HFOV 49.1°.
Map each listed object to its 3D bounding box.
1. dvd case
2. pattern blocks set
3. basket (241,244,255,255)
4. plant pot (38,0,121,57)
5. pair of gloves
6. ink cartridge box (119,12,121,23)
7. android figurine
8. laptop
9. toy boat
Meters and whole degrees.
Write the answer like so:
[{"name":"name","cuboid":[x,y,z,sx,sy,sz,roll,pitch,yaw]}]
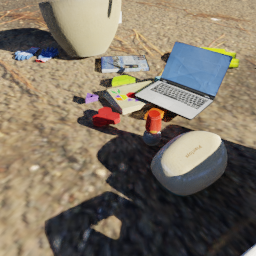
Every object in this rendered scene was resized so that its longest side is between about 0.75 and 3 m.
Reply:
[{"name":"dvd case","cuboid":[-0.135,-2.425,10.518,1.756,0.154,1.252,-3,36,-4]},{"name":"pattern blocks set","cuboid":[0.223,-0.935,8.409,2.979,0.241,2.618,-10,37,-13]},{"name":"basket","cuboid":[2.240,2.366,2.967,1.530,1.392,2.257,-21,42,-26]},{"name":"plant pot","cuboid":[-1.676,-3.845,10.667,3.004,2.017,3.004,-4,25,2]},{"name":"pair of gloves","cuboid":[-3.677,-2.990,11.259,1.659,0.189,1.334,10,37,12]},{"name":"ink cartridge box","cuboid":[-1.229,-5.779,14.668,1.465,0.620,1.059,-26,43,-33]},{"name":"android figurine","cuboid":[3.016,-2.615,10.538,2.111,0.434,1.922,4,37,4]},{"name":"laptop","cuboid":[1.537,-1.424,7.904,1.885,1.167,2.013,27,44,31]},{"name":"toy boat","cuboid":[1.065,0.493,6.048,1.742,0.963,2.072,-26,51,-25]}]
